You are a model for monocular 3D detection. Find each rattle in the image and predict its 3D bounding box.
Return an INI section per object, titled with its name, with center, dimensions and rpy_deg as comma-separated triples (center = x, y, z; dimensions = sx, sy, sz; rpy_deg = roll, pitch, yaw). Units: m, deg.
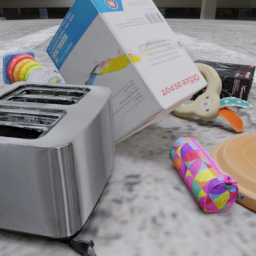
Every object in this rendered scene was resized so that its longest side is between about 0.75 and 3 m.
[rattle]
center = 1.870, -1.096, 7.645
dimensions = 1.767, 1.939, 2.714
rpy_deg = -37, 47, 0

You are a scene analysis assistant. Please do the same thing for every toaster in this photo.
[toaster]
center = -1.567, 0.409, 4.859
dimensions = 2.912, 1.728, 2.633
rpy_deg = 5, 27, 10

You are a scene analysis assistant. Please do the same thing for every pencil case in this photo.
[pencil case]
center = 1.370, 0.797, 5.218
dimensions = 0.760, 0.760, 1.719
rpy_deg = -6, 26, -13

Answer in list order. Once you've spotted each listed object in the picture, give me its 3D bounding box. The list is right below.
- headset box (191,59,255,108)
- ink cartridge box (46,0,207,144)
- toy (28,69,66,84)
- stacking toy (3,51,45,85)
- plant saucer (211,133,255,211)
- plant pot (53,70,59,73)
[headset box]
center = 3.011, -1.717, 10.120
dimensions = 2.705, 1.045, 2.013
rpy_deg = 14, 29, 24
[ink cartridge box]
center = -0.043, -1.411, 6.632
dimensions = 2.101, 2.854, 2.064
rpy_deg = -28, -6, -46
[toy]
center = -2.181, -0.930, 8.633
dimensions = 2.516, 1.449, 0.594
rpy_deg = 12, -13, 30
[stacking toy]
center = -3.493, -1.924, 10.607
dimensions = 2.417, 1.326, 1.403
rpy_deg = 28, 34, 27
[plant saucer]
center = 3.103, 0.770, 5.535
dimensions = 2.865, 0.462, 2.865
rpy_deg = 0, 24, 0
[plant pot]
center = -2.081, -1.438, 9.499
dimensions = 1.025, 1.141, 1.141
rpy_deg = -8, 26, -3
